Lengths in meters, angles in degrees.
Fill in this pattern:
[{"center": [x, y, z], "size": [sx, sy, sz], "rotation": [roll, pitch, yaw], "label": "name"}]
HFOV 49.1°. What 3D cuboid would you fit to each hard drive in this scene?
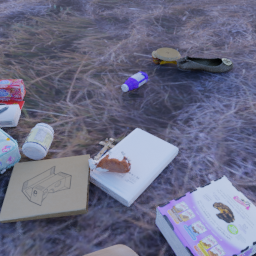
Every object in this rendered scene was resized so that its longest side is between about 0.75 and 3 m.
[{"center": [0.172, 1.174, 9.462], "size": [1.855, 0.375, 2.812], "rotation": [27, 48, 29], "label": "hard drive"}]

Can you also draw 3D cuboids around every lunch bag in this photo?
[{"center": [-4.854, 0.758, 9.548], "size": [2.278, 0.878, 1.827], "rotation": [31, 43, 28], "label": "lunch bag"}]

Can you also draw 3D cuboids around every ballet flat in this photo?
[{"center": [4.072, -3.431, 14.709], "size": [2.993, 0.694, 1.008], "rotation": [2, 40, 3], "label": "ballet flat"}]

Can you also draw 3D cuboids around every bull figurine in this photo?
[{"center": [-0.544, 1.109, 8.903], "size": [1.373, 0.447, 0.834], "rotation": [10, 41, 12], "label": "bull figurine"}]

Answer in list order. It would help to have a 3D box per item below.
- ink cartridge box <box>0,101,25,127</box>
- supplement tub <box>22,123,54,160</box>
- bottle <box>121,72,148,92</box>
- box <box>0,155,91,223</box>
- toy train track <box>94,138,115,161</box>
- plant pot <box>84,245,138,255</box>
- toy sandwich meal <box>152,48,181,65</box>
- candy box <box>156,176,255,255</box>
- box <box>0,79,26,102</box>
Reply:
[{"center": [-5.557, -0.732, 11.681], "size": [2.067, 0.462, 1.821], "rotation": [-3, 41, -4], "label": "ink cartridge box"}, {"center": [-3.135, 0.464, 9.886], "size": [0.822, 0.822, 1.134], "rotation": [5, 45, 6], "label": "supplement tub"}, {"center": [0.303, -2.188, 13.387], "size": [0.626, 0.489, 1.499], "rotation": [30, 48, 28], "label": "bottle"}, {"center": [-2.418, 1.785, 8.525], "size": [2.516, 0.268, 2.057], "rotation": [-7, 43, 2], "label": "box"}, {"center": [-0.860, 0.733, 10.132], "size": [0.707, 0.201, 1.233], "rotation": [18, 44, 20], "label": "toy train track"}, {"center": [-0.558, 3.436, 5.727], "size": [2.117, 2.117, 1.837], "rotation": [33, 34, 33], "label": "plant pot"}, {"center": [2.105, -3.913, 15.464], "size": [1.601, 0.548, 1.601], "rotation": [3, 41, -2], "label": "toy sandwich meal"}, {"center": [2.252, 2.590, 7.401], "size": [2.366, 0.846, 1.984], "rotation": [-19, 43, -20], "label": "candy box"}, {"center": [-5.509, -1.688, 12.596], "size": [1.532, 0.731, 0.764], "rotation": [-2, 40, -2], "label": "box"}]
